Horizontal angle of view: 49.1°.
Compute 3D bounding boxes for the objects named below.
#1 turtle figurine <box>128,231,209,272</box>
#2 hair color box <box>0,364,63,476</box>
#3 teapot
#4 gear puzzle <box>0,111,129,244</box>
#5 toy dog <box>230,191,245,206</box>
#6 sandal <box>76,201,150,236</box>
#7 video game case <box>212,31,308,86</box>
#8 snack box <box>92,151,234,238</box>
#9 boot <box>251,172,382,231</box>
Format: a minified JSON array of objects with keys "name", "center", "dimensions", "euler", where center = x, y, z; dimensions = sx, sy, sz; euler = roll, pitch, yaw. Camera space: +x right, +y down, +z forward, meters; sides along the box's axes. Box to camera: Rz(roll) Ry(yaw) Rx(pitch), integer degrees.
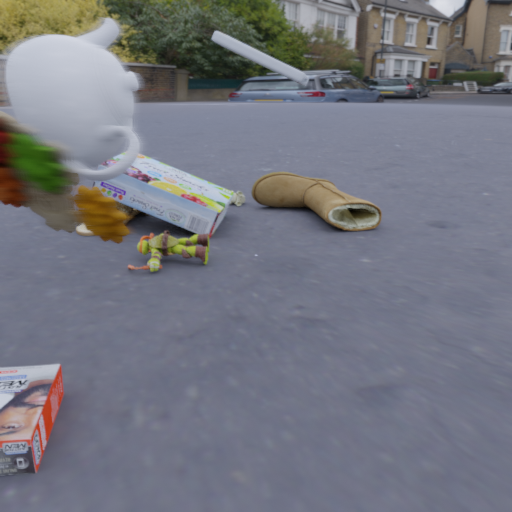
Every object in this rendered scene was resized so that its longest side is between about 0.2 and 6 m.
[{"name":"turtle figurine","center":[-1.503,-0.187,9.814],"dimensions":[1.334,0.533,1.655],"euler":[0,19,-1]},{"name":"hair color box","center":[-2.272,1.492,5.228],"dimensions":[0.686,0.395,1.237],"euler":[-2,21,-8]},{"name":"teapot","center":[-2.372,-2.188,7.879],"dimensions":[1.487,2.036,2.009],"euler":[-15,20,6]},{"name":"gear puzzle","center":[-2.223,-0.715,5.277],"dimensions":[2.404,1.245,0.315],"euler":[29,51,10]},{"name":"toy dog","center":[-0.562,-1.430,13.667],"dimensions":[0.524,0.365,0.508],"euler":[10,13,30]},{"name":"sandal","center":[-2.995,-1.160,12.160],"dimensions":[0.911,0.817,2.483],"euler":[10,21,27]},{"name":"video game case","center":[0.128,-3.389,9.701],"dimensions":[1.619,0.185,1.474],"euler":[26,16,1]},{"name":"snack box","center":[-1.867,-1.342,11.727],"dimensions":[2.542,0.673,1.808],"euler":[22,19,-1]},{"name":"boot","center":[1.239,-1.224,12.377],"dimensions":[2.215,0.837,2.529],"euler":[-5,21,-13]}]
